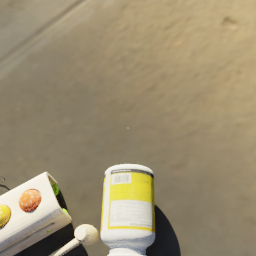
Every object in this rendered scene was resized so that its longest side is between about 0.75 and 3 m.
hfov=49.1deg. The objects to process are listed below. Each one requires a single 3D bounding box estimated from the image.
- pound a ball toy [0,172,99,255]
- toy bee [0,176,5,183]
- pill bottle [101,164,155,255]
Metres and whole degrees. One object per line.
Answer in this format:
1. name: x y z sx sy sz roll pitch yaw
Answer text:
1. pound a ball toy: -2.383 2.295 6.281 2.924 1.242 1.906 -28 57 -7
2. toy bee: -4.007 1.230 6.347 2.093 1.370 1.138 21 52 -17
3. pill bottle: 0.008 1.984 6.309 1.195 1.195 2.133 1 63 0
